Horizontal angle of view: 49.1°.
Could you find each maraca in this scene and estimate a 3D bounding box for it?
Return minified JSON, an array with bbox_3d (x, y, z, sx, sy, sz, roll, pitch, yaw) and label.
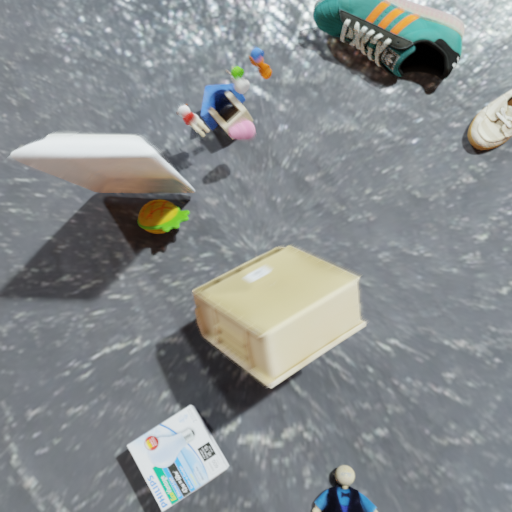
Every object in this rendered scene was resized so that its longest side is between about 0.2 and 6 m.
[{"bbox_3d":[-1.601,-0.656,9.620,1.043,0.558,0.715,16,51,39],"label":"maraca"}]

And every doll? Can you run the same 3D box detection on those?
[{"bbox_3d":[1.364,3.954,8.386,1.045,0.371,1.531,-2,66,7],"label":"doll"}]

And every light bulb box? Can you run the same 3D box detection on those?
[{"bbox_3d":[-1.170,3.039,8.502,1.120,0.699,1.110,-32,75,-9],"label":"light bulb box"}]

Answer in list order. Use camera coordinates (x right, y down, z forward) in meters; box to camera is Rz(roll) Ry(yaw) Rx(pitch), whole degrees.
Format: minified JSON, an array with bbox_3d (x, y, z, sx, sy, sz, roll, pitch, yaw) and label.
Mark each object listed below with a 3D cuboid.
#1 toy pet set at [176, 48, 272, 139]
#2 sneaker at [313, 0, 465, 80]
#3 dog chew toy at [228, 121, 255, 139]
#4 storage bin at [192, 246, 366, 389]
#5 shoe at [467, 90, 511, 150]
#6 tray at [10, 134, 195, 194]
[{"bbox_3d":[-0.601,-2.870,9.767,1.698,1.585,0.902,-41,71,4],"label":"toy pet set"},{"bbox_3d":[2.446,-4.126,10.556,2.931,1.046,1.171,13,69,3],"label":"sneaker"},{"bbox_3d":[-0.261,-2.090,9.367,0.493,0.307,0.307,-21,71,-37],"label":"dog chew toy"},{"bbox_3d":[0.275,0.709,7.789,1.733,0.812,1.720,-27,33,-29],"label":"storage bin"},{"bbox_3d":[4.799,-2.767,10.378,2.167,0.578,0.758,-38,76,-11],"label":"shoe"},{"bbox_3d":[-2.033,-1.321,8.379,1.832,3.412,0.378,2,89,2],"label":"tray"}]
